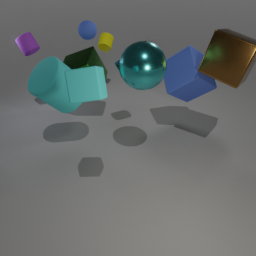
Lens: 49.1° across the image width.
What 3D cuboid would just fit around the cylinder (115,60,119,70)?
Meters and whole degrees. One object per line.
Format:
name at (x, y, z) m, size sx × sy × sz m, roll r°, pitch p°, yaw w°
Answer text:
cylinder at (-0.026, -2.296, 10.372) m, size 0.700 × 0.700 × 0.700 m, roll -32°, pitch 32°, yaw 6°

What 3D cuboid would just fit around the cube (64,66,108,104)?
cube at (-0.896, -0.945, 6.141) m, size 0.700 × 0.700 × 0.700 m, roll -7°, pitch 9°, yaw 8°

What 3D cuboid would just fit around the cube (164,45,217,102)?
cube at (2.329, -2.029, 10.792) m, size 1.400 × 1.400 × 1.400 m, roll -26°, pitch -28°, yaw 38°

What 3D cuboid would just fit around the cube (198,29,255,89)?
cube at (3.381, -2.320, 9.185) m, size 1.400 × 1.400 × 1.400 m, roll 31°, pitch 32°, yaw 20°

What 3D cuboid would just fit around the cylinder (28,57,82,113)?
cylinder at (-2.319, -1.401, 9.310) m, size 1.400 × 1.400 × 1.400 m, roll -15°, pitch 60°, yaw 27°

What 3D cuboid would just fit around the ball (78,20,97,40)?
ball at (-1.518, -3.669, 10.509) m, size 0.700 × 0.700 × 0.700 m, roll 0°, pitch 30°, yaw 0°

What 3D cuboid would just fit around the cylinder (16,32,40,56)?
cylinder at (-4.061, -3.395, 11.366) m, size 0.700 × 0.700 × 0.700 m, roll -31°, pitch 9°, yaw 5°

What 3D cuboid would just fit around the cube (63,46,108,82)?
cube at (-1.839, -2.293, 11.739) m, size 1.400 × 1.400 × 1.400 m, roll -13°, pitch 43°, yaw 20°

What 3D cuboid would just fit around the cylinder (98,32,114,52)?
cylinder at (-1.145, -4.397, 14.368) m, size 0.700 × 0.700 × 0.700 m, roll 7°, pitch 70°, yaw 13°

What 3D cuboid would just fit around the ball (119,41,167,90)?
ball at (0.431, -1.799, 8.141) m, size 1.400 × 1.400 × 1.400 m, roll 0°, pitch 30°, yaw 0°
